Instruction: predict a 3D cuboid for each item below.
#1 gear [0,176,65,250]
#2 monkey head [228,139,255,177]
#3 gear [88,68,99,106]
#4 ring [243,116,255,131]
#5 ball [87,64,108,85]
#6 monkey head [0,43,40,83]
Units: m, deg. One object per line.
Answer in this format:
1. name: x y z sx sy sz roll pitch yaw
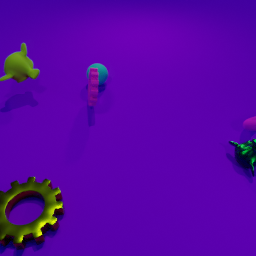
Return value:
1. gear: -2.209 1.793 6.104 1.578 0.292 1.578 0 44 0
2. monkey head: 2.989 0.616 6.953 0.658 0.786 1.092 -29 56 5
3. gear: -1.064 -1.234 8.467 0.209 1.130 1.130 2 43 -13
4. ring: 3.854 -0.217 7.531 1.446 0.289 1.446 -15 2 0
5. ball: -1.048 -1.832 9.581 0.724 0.724 0.724 0 44 0
6. monkey head: -3.315 -1.881 8.717 1.015 0.850 1.410 18 76 35
